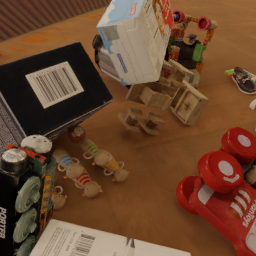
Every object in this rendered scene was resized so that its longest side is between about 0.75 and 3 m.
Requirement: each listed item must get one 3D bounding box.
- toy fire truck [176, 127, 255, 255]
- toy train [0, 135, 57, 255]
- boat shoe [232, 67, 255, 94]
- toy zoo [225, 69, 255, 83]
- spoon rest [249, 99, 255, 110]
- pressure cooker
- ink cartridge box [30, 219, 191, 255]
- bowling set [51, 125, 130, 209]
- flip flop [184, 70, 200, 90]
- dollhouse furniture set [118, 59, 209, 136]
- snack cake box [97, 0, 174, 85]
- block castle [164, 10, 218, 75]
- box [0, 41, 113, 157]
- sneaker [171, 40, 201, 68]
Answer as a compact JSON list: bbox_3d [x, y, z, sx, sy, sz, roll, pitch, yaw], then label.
[{"bbox_3d":[2.429,1.321,5.971,2.100,1.402,2.501,43,50,13],"label":"toy fire truck"},{"bbox_3d":[-1.874,1.295,4.938,1.050,2.465,1.404,17,26,7],"label":"toy train"},{"bbox_3d":[4.506,-1.857,10.856,0.550,0.449,1.488,-13,41,3],"label":"boat shoe"},{"bbox_3d":[4.793,-2.169,11.699,0.827,0.129,1.261,-16,38,-21],"label":"toy zoo"},{"bbox_3d":[4.868,-0.894,9.692,1.264,0.383,0.628,-8,36,-10],"label":"spoon rest"},{"bbox_3d":[-0.039,-2.814,10.792,2.310,2.275,2.587,-36,45,-18],"label":"pressure cooker"},{"bbox_3d":[-0.385,2.613,4.166,2.448,1.029,1.786,9,36,13],"label":"ink cartridge box"},{"bbox_3d":[-1.069,0.826,6.395,2.157,1.501,1.158,-27,45,-27],"label":"bowling set"},{"bbox_3d":[2.222,-1.460,10.058,0.736,0.523,1.815,13,61,13],"label":"flip flop"},{"bbox_3d":[0.988,-1.050,8.551,2.385,2.090,1.584,11,28,-34],"label":"dollhouse furniture set"},{"bbox_3d":[0.341,-2.590,6.878,0.945,1.618,2.813,-4,46,25],"label":"snack cake box"},{"bbox_3d":[2.191,-3.117,10.920,1.201,2.560,1.710,-14,37,-44],"label":"block castle"},{"bbox_3d":[-2.190,-0.444,6.725,2.187,1.578,2.947,-32,4,-37],"label":"box"},{"bbox_3d":[1.933,-3.386,12.445,2.809,1.275,1.067,-4,37,-3],"label":"sneaker"}]
